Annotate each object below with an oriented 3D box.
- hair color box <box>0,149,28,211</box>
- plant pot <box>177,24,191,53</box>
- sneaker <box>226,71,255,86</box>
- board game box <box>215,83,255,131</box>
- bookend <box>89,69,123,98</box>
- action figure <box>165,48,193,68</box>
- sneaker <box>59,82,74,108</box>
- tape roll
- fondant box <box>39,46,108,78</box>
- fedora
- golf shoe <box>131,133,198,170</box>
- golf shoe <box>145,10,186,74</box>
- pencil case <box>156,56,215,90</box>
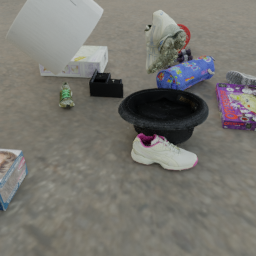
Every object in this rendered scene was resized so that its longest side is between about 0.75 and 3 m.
[{"bbox_3d":[-4.314,1.212,7.293,2.866,0.867,1.433,4,35,5],"label":"hair color box"},{"bbox_3d":[2.695,-4.926,15.622,1.373,1.373,1.250,13,44,18],"label":"plant pot"},{"bbox_3d":[5.138,-2.069,12.343,1.665,0.622,0.683,28,27,26],"label":"sneaker"},{"bbox_3d":[4.359,-0.874,10.684,1.751,0.471,2.917,2,35,10],"label":"board game box"},{"bbox_3d":[-0.813,-1.917,11.928,1.408,0.649,1.399,4,35,5],"label":"bookend"},{"bbox_3d":[2.180,-3.489,14.169,2.083,0.723,1.355,-3,42,2],"label":"action figure"},{"bbox_3d":[-2.483,-1.336,11.061,0.599,0.690,1.558,-9,36,-13],"label":"sneaker"},{"bbox_3d":[-2.553,-3.654,9.904,2.056,2.995,2.995,36,27,-24],"label":"tape roll"},{"bbox_3d":[-2.592,-3.311,13.730,2.935,0.855,2.117,2,35,5],"label":"fondant box"},{"bbox_3d":[1.110,-0.245,8.975,2.810,1.283,2.810,-4,32,2],"label":"fedora"},{"bbox_3d":[1.050,0.669,8.067,1.944,0.890,0.732,8,35,8],"label":"golf shoe"},{"bbox_3d":[0.903,-2.428,8.098,0.935,2.387,1.160,-27,82,-15],"label":"golf shoe"},{"bbox_3d":[2.561,-2.260,12.004,2.833,1.105,1.230,-25,39,-30],"label":"pencil case"}]
